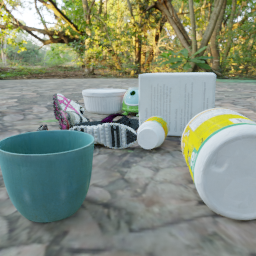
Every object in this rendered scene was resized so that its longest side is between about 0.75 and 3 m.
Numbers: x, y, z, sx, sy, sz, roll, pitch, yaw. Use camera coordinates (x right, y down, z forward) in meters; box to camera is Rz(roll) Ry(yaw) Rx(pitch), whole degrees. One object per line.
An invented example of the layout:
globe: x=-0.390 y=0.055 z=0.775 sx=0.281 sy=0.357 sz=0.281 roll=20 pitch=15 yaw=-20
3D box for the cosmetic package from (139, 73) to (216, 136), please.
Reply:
cosmetic package: x=1.791 y=-0.918 z=9.988 sx=2.483 sy=2.078 sz=2.065 roll=3 pitch=13 yaw=15

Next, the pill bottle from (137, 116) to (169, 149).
pill bottle: x=0.720 y=0.145 z=8.201 sx=0.791 sy=0.791 sz=1.424 roll=4 pitch=13 yaw=15

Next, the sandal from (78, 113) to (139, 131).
sandal: x=-0.573 y=-0.146 z=9.636 sx=2.257 sy=0.540 sz=0.848 roll=-7 pitch=33 yaw=-23

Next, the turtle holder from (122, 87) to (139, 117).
turtle holder: x=0.561 y=-1.251 z=13.280 sx=1.379 sy=1.289 sz=1.815 roll=-10 pitch=16 yaw=-39

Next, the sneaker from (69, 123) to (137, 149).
sneaker: x=-0.725 y=0.202 z=8.289 sx=2.015 sy=0.757 sz=0.817 roll=2 pitch=4 yaw=6

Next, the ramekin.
ramekin: x=-1.175 y=-1.401 z=14.399 sx=2.336 sy=1.088 sz=2.336 roll=0 pitch=13 yaw=0

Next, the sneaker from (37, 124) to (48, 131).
sneaker: x=-3.021 y=0.054 z=9.660 sx=0.314 sy=0.333 sz=0.814 roll=2 pitch=13 yaw=8

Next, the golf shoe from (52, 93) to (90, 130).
golf shoe: x=-2.229 y=-0.611 z=10.644 sx=1.093 sy=0.862 sz=2.374 roll=-8 pitch=36 yaw=-24

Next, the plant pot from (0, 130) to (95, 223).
plant pot: x=-1.272 y=0.767 z=4.547 sx=1.482 sy=1.189 sz=1.482 roll=0 pitch=13 yaw=0

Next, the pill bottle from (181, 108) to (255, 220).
pill bottle: x=1.820 y=0.428 z=5.344 sx=1.499 sy=1.499 sz=2.659 roll=1 pitch=13 yaw=4
